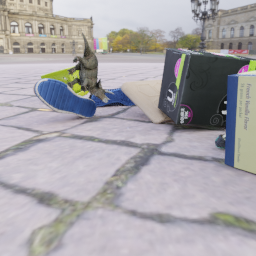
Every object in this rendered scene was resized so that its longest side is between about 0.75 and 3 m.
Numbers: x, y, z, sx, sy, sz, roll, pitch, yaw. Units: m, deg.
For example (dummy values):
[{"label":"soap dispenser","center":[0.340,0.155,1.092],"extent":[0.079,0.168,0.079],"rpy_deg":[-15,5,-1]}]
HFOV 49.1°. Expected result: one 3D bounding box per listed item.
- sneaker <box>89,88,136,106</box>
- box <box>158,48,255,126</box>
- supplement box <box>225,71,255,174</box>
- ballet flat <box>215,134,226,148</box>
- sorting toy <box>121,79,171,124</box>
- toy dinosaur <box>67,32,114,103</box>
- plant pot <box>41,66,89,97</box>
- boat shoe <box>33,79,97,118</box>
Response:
[{"label":"sneaker","center":[-0.522,-1.340,11.682],"extent":[2.237,0.784,0.871],"rpy_deg":[-4,17,-18]},{"label":"box","center":[2.473,-1.210,8.328],"extent":[2.642,1.962,1.642],"rpy_deg":[2,20,-15]},{"label":"supplement box","center":[3.775,-0.168,5.213],"extent":[2.734,1.837,2.736],"rpy_deg":[-15,19,-35]},{"label":"ballet flat","center":[2.608,0.284,6.557],"extent":[1.116,0.408,0.408],"rpy_deg":[1,16,-4]},{"label":"sorting toy","center":[1.214,-1.008,9.937],"extent":[2.335,0.426,2.161],"rpy_deg":[-16,49,-35]},{"label":"toy dinosaur","center":[-1.332,-1.861,9.063],"extent":[0.905,2.351,1.202],"rpy_deg":[2,24,32]},{"label":"plant pot","center":[-2.588,-1.890,12.104],"extent":[1.483,1.353,1.491],"rpy_deg":[-9,17,25]},{"label":"boat shoe","center":[-2.111,-0.879,8.955],"extent":[0.881,0.879,2.434],"rpy_deg":[14,-9,37]}]
